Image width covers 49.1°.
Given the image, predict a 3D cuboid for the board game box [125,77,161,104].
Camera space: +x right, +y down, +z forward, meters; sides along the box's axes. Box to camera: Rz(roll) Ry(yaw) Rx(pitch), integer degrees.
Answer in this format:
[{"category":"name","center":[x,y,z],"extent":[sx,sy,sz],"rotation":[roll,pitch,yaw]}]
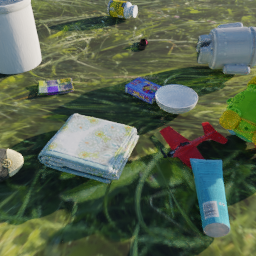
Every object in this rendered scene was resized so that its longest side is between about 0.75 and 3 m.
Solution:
[{"category":"board game box","center":[0.582,-1.304,9.582],"extent":[1.145,0.256,0.770],"rotation":[30,49,30]}]

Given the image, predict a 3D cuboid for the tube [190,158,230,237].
[{"category":"tube","center":[1.853,1.402,6.305],"extent":[0.782,0.509,2.020],"rotation":[5,39,4]}]

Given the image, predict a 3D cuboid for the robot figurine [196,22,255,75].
[{"category":"robot figurine","center":[3.942,-2.972,10.483],"extent":[2.640,1.491,2.239],"rotation":[-2,73,4]}]

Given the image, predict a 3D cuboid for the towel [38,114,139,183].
[{"category":"towel","center":[-0.962,0.468,7.370],"extent":[2.160,0.520,1.849],"rotation":[14,40,15]}]

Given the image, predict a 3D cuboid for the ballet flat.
[{"category":"ballet flat","center":[-3.718,1.006,6.194],"extent":[2.701,0.898,0.767],"rotation":[-9,-2,-27]}]

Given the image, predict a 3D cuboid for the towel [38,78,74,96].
[{"category":"towel","center":[-2.545,-1.478,9.876],"extent":[1.237,0.141,0.888],"rotation":[-8,42,-9]}]

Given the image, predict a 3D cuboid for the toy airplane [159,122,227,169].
[{"category":"toy airplane","center":[1.792,0.431,7.496],"extent":[2.002,0.368,2.002],"rotation":[1,43,-1]}]

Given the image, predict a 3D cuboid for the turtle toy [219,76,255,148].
[{"category":"turtle toy","center":[3.721,-0.121,7.423],"extent":[2.506,1.267,1.827],"rotation":[36,75,30]}]

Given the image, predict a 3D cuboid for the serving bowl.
[{"category":"serving bowl","center":[1.518,-0.856,8.928],"extent":[1.334,0.439,1.334],"rotation":[0,40,0]}]

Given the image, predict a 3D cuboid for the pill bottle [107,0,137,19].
[{"category":"pill bottle","center":[-0.283,-6.309,14.932],"extent":[1.479,0.828,0.828],"rotation":[16,43,18]}]

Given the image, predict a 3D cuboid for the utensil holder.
[{"category":"utensil holder","center":[-4.510,-3.595,10.519],"extent":[2.126,2.502,2.126],"rotation":[1,41,-1]}]

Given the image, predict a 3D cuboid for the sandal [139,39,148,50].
[{"category":"sandal","center":[0.694,-3.778,12.466],"extent":[0.382,0.229,1.017],"rotation":[6,41,7]}]
